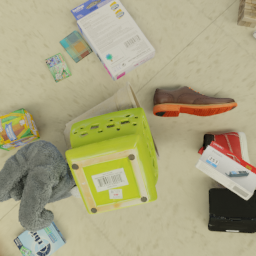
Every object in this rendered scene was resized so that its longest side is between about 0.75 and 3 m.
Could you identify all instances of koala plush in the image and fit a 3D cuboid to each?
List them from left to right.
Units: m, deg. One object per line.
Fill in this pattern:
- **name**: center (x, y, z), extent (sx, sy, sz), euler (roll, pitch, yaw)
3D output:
- **koala plush**: center (-1.899, 1.318, 7.111), extent (1.810, 2.041, 1.875), euler (28, 91, 28)

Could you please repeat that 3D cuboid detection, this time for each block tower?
- **block tower**: center (4.129, -4.430, 9.312), extent (0.607, 0.650, 2.248), euler (11, 77, 2)

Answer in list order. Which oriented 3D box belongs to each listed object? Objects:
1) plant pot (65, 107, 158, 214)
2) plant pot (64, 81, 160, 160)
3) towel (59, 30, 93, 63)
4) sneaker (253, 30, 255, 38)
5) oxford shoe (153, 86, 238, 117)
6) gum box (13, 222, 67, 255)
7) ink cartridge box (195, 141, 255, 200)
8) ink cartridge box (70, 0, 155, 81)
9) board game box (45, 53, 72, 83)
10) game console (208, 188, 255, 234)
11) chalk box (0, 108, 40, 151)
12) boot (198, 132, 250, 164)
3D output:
- **plant pot**: center (-0.285, 0.717, 5.816), extent (1.707, 1.549, 1.698), euler (-13, 111, 7)
- **plant pot**: center (-0.502, 0.170, 7.714), extent (2.094, 2.287, 2.287), euler (-22, 79, 7)
- **towel**: center (-1.714, -2.682, 9.202), extent (0.706, 0.105, 0.963), euler (-37, 81, -5)
- **sneaker**: center (4.575, -2.622, 9.018), extent (1.322, 0.479, 0.754), euler (27, 83, 5)
- **oxford shoe**: center (2.014, -0.865, 8.454), extent (2.510, 0.893, 0.910), euler (0, 75, 0)
- **gum box**: center (-2.481, 3.202, 7.923), extent (1.134, 0.253, 0.963), euler (-37, 81, -7)
- **ink cartridge box**: center (2.311, 0.832, 6.322), extent (1.278, 0.286, 1.126), euler (33, 46, 16)
- **ink cartridge box**: center (-0.507, -3.024, 9.057), extent (1.592, 0.560, 2.668), euler (-33, 83, -6)
- **board game box**: center (-2.253, -1.949, 9.047), extent (0.567, 0.123, 0.843), euler (-27, 80, -6)
- **game console**: center (2.912, 2.323, 7.807), extent (1.314, 1.155, 0.764), euler (0, 45, 11)
- **chalk box**: center (-3.475, 0.121, 8.250), extent (1.369, 0.847, 0.852), euler (-22, 79, -5)
- **boot**: center (2.783, 1.086, 8.158), extent (1.405, 0.705, 1.948), euler (-3, 70, 0)
